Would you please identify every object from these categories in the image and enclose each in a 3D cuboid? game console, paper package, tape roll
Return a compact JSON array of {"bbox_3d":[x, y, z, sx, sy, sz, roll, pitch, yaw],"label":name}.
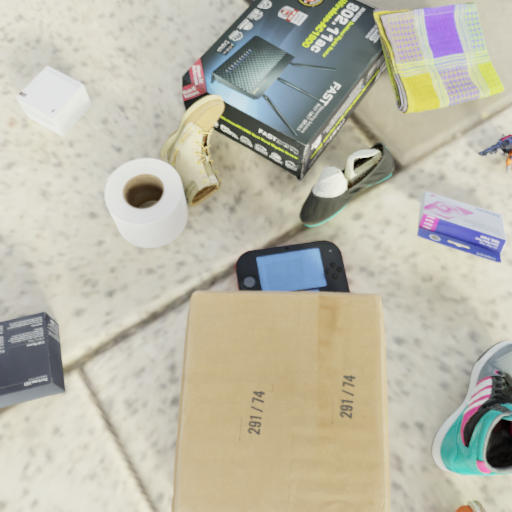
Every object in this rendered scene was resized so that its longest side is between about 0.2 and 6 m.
[{"bbox_3d":[0.584,0.541,8.622,1.693,0.263,1.497,-8,66,-3],"label":"game console"},{"bbox_3d":[0.345,1.945,7.261,2.627,1.426,2.756,1,69,0],"label":"paper package"},{"bbox_3d":[-1.721,-0.829,8.915,1.210,0.830,1.210,0,65,1],"label":"tape roll"}]

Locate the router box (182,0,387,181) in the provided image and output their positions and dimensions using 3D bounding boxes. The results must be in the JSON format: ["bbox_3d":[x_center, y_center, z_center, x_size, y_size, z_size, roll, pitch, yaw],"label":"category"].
[{"bbox_3d":[0.664,-3.305,9.916,2.505,1.039,3.343,31,70,13],"label":"router box"}]

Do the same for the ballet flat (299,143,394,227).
[{"bbox_3d":[1.421,-1.249,9.086,1.983,0.678,0.674,-36,42,-21],"label":"ballet flat"}]

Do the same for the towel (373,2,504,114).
[{"bbox_3d":[3.212,-3.510,9.792,2.547,0.290,1.829,-15,89,-26],"label":"towel"}]

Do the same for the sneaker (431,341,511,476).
[{"bbox_3d":[3.258,2.001,7.302,0.867,1.251,2.073,41,73,-12],"label":"sneaker"}]

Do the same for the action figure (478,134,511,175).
[{"bbox_3d":[4.316,-1.736,9.653,0.848,0.443,0.820,-18,57,22],"label":"action figure"}]

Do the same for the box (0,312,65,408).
[{"bbox_3d":[-3.442,1.512,7.983,1.183,0.616,1.078,-12,65,-5],"label":"box"}]

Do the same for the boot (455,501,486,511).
[{"bbox_3d":[2.381,4.102,6.755,1.177,0.824,2.195,3,66,8],"label":"boot"}]

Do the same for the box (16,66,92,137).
[{"bbox_3d":[-3.563,-2.739,9.924,0.857,0.563,0.862,30,69,13],"label":"box"}]

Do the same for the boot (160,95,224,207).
[{"bbox_3d":[-0.850,-1.684,9.066,0.573,1.573,1.223,-3,58,-50],"label":"boot"}]

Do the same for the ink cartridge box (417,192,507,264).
[{"bbox_3d":[3.191,-0.485,8.709,1.294,0.286,1.318,19,31,8],"label":"ink cartridge box"}]
